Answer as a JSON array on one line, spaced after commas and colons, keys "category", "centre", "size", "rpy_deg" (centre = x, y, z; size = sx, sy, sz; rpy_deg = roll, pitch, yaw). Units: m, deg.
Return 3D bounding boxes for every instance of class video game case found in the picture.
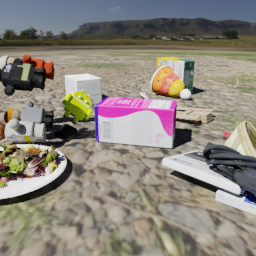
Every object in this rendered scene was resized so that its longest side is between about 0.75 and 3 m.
[{"category": "video game case", "centre": [2.158, 1.014, 6.970], "size": [1.976, 0.231, 1.796], "rpy_deg": [17, 15, 40]}]

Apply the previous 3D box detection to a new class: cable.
[{"category": "cable", "centre": [2.996, 0.839, 6.069], "size": [2.329, 0.725, 2.854], "rpy_deg": [0, 14, -39]}]

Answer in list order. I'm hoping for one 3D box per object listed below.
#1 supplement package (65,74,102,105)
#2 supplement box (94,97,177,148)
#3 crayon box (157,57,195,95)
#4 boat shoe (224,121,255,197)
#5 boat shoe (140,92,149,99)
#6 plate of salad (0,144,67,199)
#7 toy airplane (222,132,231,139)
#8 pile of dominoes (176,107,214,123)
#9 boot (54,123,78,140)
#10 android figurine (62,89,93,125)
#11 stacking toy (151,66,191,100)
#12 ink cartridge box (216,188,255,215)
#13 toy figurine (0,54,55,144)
[{"category": "supplement package", "centre": [-2.257, -1.948, 14.100], "size": [1.287, 1.278, 1.696], "rpy_deg": [-11, 23, -29]}, {"category": "supplement box", "centre": [0.305, -0.229, 9.312], "size": [2.529, 1.280, 1.307], "rpy_deg": [5, 20, 14]}, {"category": "crayon box", "centre": [2.735, -3.164, 16.601], "size": [0.771, 1.880, 2.990], "rpy_deg": [-9, 21, -23]}, {"category": "boat shoe", "centre": [3.009, 0.931, 5.792], "size": [0.936, 0.807, 2.566], "rpy_deg": [1, 40, -25]}, {"category": "boat shoe", "centre": [0.850, -1.493, 13.463], "size": [0.326, 0.374, 1.016], "rpy_deg": [-28, 23, -2]}, {"category": "plate of salad", "centre": [-3.076, 0.876, 7.116], "size": [2.954, 0.709, 2.954], "rpy_deg": [0, 19, 0]}, {"category": "toy airplane", "centre": [3.706, 0.272, 9.563], "size": [0.999, 0.184, 0.999], "rpy_deg": [0, 20, 0]}, {"category": "pile of dominoes", "centre": [2.379, -0.504, 11.828], "size": [2.216, 0.353, 1.727], "rpy_deg": [8, 20, 43]}, {"category": "boot", "centre": [-2.265, 0.130, 9.819], "size": [0.846, 0.313, 0.693], "rpy_deg": [16, 29, 37]}, {"category": "android figurine", "centre": [-1.681, -0.744, 9.452], "size": [0.243, 1.078, 1.185], "rpy_deg": [-3, 53, 57]}, {"category": "stacking toy", "centre": [2.506, -2.216, 15.057], "size": [1.677, 1.677, 2.295], "rpy_deg": [-17, 42, -40]}, {"category": "ink cartridge box", "centre": [2.475, 1.527, 5.996], "size": [1.045, 0.231, 0.491], "rpy_deg": [14, 25, 35]}, {"category": "toy figurine", "centre": [-3.533, -0.936, 9.054], "size": [1.952, 2.762, 2.805], "rpy_deg": [3, 20, -8]}]
